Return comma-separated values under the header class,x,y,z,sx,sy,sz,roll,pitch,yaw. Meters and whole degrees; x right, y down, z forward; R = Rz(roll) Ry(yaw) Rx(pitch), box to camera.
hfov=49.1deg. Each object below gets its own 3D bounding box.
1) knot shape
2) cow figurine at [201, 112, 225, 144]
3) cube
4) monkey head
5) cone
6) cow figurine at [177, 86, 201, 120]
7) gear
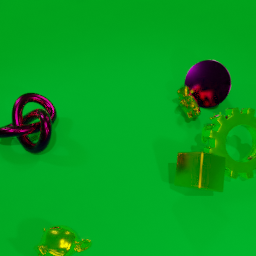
class,x,y,z,sx,sy,sz,roll,pitch,yaw
knot shape,-2.808,-0.243,8.081,1.926,0.890,1.802,6,54,18
cow figurine,2.440,-0.012,7.978,0.947,0.932,0.520,5,-11,-41
cube,1.661,1.009,6.488,0.804,0.804,0.804,15,78,-31
monkey head,-1.317,2.355,5.407,1.236,0.889,0.745,2,21,29
cone,3.021,-1.542,9.851,1.569,1.569,1.575,28,22,28
cow figurine,1.972,-0.811,9.046,0.613,1.117,1.099,-28,1,19
gear,2.778,0.376,6.983,1.757,1.757,0.325,-9,2,-10
